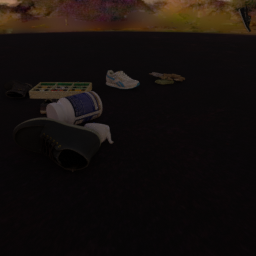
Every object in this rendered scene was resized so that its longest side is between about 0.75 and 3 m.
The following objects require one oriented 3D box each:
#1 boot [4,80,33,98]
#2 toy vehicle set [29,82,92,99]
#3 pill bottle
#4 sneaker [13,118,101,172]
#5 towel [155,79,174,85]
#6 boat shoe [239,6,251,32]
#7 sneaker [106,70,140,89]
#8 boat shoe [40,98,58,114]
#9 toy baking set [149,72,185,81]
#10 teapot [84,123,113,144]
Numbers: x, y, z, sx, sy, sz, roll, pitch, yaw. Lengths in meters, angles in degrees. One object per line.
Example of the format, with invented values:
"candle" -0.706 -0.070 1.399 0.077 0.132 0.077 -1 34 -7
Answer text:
"boot" -5.673 -1.895 13.923 1.685 0.583 1.467 5 24 6
"toy vehicle set" -3.343 -1.923 14.242 2.789 0.370 1.733 1 24 1
"pill bottle" -2.013 -0.690 10.580 1.904 1.102 1.102 -21 31 -39
"sneaker" -2.249 0.436 8.095 2.743 1.026 1.457 4 22 6
"towel" 2.099 -2.659 16.142 0.950 0.173 0.705 -12 26 -23
"boat shoe" 3.659 -3.341 8.626 0.272 0.806 0.289 -19 -7 29
"sneaker" -0.332 -2.636 15.274 2.081 0.840 0.796 14 26 27
"boat shoe" -3.396 -1.056 12.155 0.532 0.479 1.478 4 24 8
"toy baking set" 2.321 -3.133 16.788 1.641 0.249 2.138 -3 21 -34
"teapot" -1.049 0.223 9.141 0.889 0.658 0.900 11 -10 -35
